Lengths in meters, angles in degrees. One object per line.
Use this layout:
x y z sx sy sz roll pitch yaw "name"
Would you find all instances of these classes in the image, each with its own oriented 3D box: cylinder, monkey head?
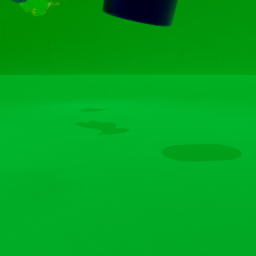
0.226 -2.042 3.874 1.037 1.037 1.037 10 25 -5 "cylinder"
-2.975 -4.185 8.944 1.422 1.023 0.857 14 -44 -38 "monkey head"

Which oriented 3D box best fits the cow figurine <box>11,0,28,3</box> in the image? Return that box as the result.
-2.171 -3.204 5.729 0.913 1.664 1.637 -16 62 -32 "cow figurine"
